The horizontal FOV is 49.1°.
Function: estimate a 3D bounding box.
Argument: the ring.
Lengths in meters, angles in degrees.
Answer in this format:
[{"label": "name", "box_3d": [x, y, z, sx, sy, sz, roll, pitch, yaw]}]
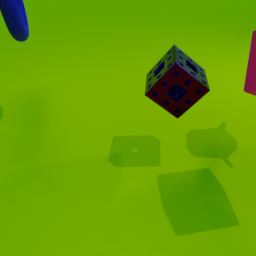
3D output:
[{"label": "ring", "box_3d": [-2.832, -3.108, 6.800, 0.394, 1.969, 1.969, -13, 39, -9]}]

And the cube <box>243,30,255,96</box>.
[{"label": "cube", "box_3d": [2.831, -1.080, 4.616, 1.154, 1.154, 1.154, 14, -7, -20]}]

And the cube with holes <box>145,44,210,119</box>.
[{"label": "cube with holes", "box_3d": [1.080, -1.040, 6.308, 0.978, 0.978, 0.978, 33, 35, -18]}]
